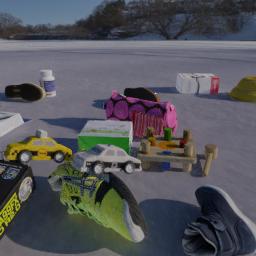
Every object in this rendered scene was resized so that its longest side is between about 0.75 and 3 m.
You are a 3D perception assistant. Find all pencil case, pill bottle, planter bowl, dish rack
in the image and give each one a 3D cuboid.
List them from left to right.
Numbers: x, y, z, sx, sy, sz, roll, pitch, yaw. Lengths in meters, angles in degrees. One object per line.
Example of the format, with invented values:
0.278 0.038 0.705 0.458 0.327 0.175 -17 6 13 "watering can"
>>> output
-3.393 1.194 6.236 2.183 0.595 1.674 -15 28 -21 "dish rack"
-4.285 -2.366 14.856 0.804 1.343 0.804 0 20 0 "pill bottle"
0.454 -0.544 10.016 2.702 1.266 1.226 14 13 31 "pencil case"
6.576 -2.094 14.589 2.499 1.041 2.499 0 20 0 "planter bowl"

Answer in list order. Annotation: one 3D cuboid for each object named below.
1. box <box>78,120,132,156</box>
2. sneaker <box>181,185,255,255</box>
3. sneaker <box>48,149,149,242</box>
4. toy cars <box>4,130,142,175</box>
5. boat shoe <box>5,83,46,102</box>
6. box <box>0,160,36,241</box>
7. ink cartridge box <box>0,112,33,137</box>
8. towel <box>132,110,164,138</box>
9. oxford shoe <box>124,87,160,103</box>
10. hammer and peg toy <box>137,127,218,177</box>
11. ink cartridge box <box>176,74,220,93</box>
-0.642 0.298 8.563 1.495 0.723 1.319 1 20 3 "box"
1.382 1.633 5.079 1.228 0.646 1.700 -4 22 -19 "sneaker"
-0.653 1.418 5.507 1.086 1.071 2.842 -32 30 -22 "sneaker"
-1.106 0.447 5.671 2.801 0.620 1.256 7 4 11 "toy cars"
-5.083 -1.879 14.342 2.557 0.916 0.974 11 11 27 "boat shoe"
-3.414 1.362 4.787 2.834 0.627 2.270 9 36 12 "box"
-5.464 -0.229 10.210 2.815 0.573 2.821 5 21 14 "ink cartridge box"
0.598 -0.049 9.251 1.183 0.855 0.133 18 18 32 "towel"
0.818 -1.482 13.130 0.962 0.962 2.698 -5 19 -27 "oxford shoe"
1.414 0.574 7.757 2.181 0.769 1.604 4 21 10 "hammer and peg toy"
3.947 -2.576 16.068 2.119 0.893 1.534 0 20 -1 "ink cartridge box"
